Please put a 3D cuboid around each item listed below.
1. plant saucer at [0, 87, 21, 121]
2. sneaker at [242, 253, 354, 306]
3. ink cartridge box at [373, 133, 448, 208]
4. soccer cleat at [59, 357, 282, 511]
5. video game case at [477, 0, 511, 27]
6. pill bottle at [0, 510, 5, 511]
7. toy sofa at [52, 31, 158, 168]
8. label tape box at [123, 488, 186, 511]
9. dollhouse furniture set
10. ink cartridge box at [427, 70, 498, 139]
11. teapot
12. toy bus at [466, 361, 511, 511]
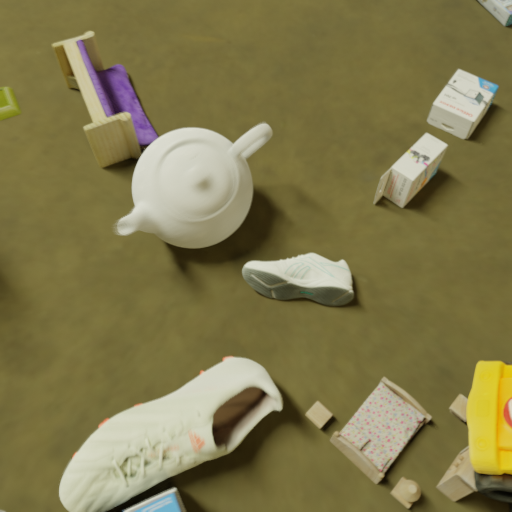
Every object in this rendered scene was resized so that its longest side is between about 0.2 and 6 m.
[{"bbox_3d":[-4.772,-2.774,10.216,0.759,0.182,0.758,-23,61,-13],"label":"plant saucer"},{"bbox_3d":[0.608,0.283,8.177,1.625,0.572,0.651,10,51,-2],"label":"sneaker"},{"bbox_3d":[2.464,-1.291,8.984,0.427,0.725,1.259,38,66,21],"label":"ink cartridge box"},{"bbox_3d":[-0.972,2.134,6.590,2.789,0.966,1.082,-30,26,-20],"label":"soccer cleat"},{"bbox_3d":[5.461,-5.534,11.818,1.464,0.333,1.327,-22,61,-13],"label":"video game case"},{"bbox_3d":[-2.753,3.207,6.392,0.776,0.439,0.439,12,59,7],"label":"pill bottle"},{"bbox_3d":[-2.607,-2.791,9.758,1.161,0.985,2.379,-21,61,-11],"label":"toy sofa"},{"bbox_3d":[-1.247,2.926,5.990,0.988,1.370,0.434,-21,75,-13],"label":"label tape box"},{"bbox_3d":[1.918,1.928,6.871,1.982,0.968,1.690,39,65,21],"label":"dollhouse furniture set"},{"bbox_3d":[3.687,-2.710,10.012,0.803,0.471,1.096,30,62,17],"label":"ink cartridge box"},{"bbox_3d":[-0.854,-1.054,8.090,1.925,1.425,1.950,9,83,-10],"label":"teapot"},{"bbox_3d":[3.473,2.006,5.776,2.033,2.118,1.437,-15,45,44],"label":"toy bus"}]
